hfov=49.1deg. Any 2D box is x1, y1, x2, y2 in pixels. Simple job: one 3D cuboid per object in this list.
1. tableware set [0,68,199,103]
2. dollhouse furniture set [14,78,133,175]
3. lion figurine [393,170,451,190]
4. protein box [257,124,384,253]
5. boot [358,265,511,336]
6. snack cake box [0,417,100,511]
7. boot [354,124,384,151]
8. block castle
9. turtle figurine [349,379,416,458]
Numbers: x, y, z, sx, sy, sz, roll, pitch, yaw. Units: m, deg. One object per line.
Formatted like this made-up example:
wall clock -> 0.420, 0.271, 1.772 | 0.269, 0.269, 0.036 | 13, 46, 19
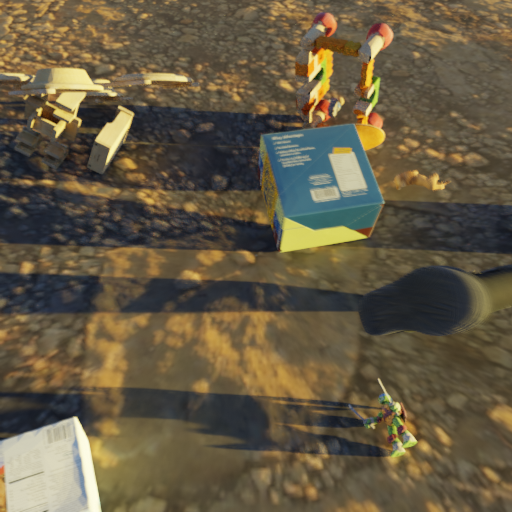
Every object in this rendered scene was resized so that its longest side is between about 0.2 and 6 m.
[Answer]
tableware set -> -3.532, -3.369, 11.225 | 3.508, 0.487, 4.199 | 11, 18, 40
dollhouse furniture set -> -3.719, -2.728, 11.493 | 1.917, 1.680, 1.273 | 26, 45, -10
lion figurine -> 3.210, -1.452, 10.882 | 0.979, 0.355, 0.599 | 9, 20, 33
protein box -> 1.062, -1.211, 9.909 | 1.736, 1.179, 1.748 | -9, 62, -8
boot -> 3.020, 0.541, 7.603 | 2.556, 2.107, 0.839 | -2, 83, -28
snack cake box -> -2.983, 2.878, 6.445 | 2.159, 0.725, 1.242 | -15, 48, -14
boot -> 1.652, -1.975, 11.410 | 2.025, 0.713, 1.450 | -3, 48, 7
block castle -> 1.846, -3.680, 11.800 | 1.703, 2.549, 1.196 | 21, 56, 21
turtle figurine -> 1.660, 2.159, 7.288 | 0.592, 0.823, 0.798 | -34, 50, 14
